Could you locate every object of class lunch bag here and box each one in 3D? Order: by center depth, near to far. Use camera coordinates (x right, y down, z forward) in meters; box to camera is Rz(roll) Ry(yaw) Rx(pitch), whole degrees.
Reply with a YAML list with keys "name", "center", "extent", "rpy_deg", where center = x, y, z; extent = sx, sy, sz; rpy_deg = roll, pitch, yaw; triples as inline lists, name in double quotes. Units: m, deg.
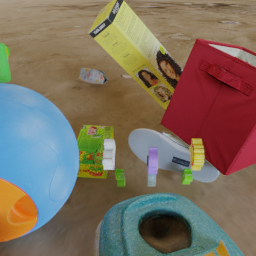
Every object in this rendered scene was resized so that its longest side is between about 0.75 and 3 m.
- name: "lunch bag"
  center: [-1.161, -1.765, 9.567]
  extent: [0.668, 0.501, 0.787]
  rpy_deg: [16, 3, 41]

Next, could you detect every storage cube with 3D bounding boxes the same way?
- name: "storage cube"
  center: [1.999, -0.440, 5.204]
  extent: [1.966, 1.768, 1.681]
  rpy_deg: [-7, 38, -43]

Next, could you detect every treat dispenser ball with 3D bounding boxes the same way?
- name: "treat dispenser ball"
  center: [-1.847, 0.469, 4.064]
  extent: [2.234, 2.234, 2.234]
  rpy_deg: [0, 29, 0]

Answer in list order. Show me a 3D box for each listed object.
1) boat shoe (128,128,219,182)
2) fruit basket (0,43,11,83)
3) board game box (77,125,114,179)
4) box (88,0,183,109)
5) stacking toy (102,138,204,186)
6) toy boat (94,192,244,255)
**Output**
- name: "boat shoe"
  center: [0.922, 0.450, 5.564]
  extent: [1.821, 0.673, 0.776]
  rpy_deg: [19, 13, 15]
- name: "fruit basket"
  center: [-4.575, -2.118, 9.192]
  extent: [1.966, 1.418, 1.966]
  rpy_deg: [-7, 8, 1]
- name: "board game box"
  center: [-0.739, 0.454, 5.956]
  extent: [0.732, 0.343, 1.441]
  rpy_deg: [3, 31, 2]
- name: "box"
  center: [0.393, -1.782, 7.015]
  extent: [0.716, 2.858, 1.076]
  rpy_deg: [-24, 38, 39]
- name: "stacking toy"
  center: [0.391, 0.669, 4.412]
  extent: [1.341, 1.778, 0.418]
  rpy_deg: [0, 63, 5]
- name: "toy boat"
  center: [-0.030, 1.605, 2.840]
  extent: [2.878, 1.338, 2.420]
  rpy_deg: [-10, 28, -19]
